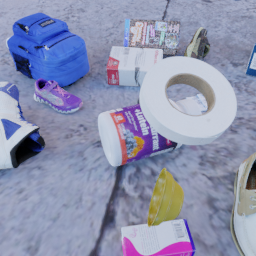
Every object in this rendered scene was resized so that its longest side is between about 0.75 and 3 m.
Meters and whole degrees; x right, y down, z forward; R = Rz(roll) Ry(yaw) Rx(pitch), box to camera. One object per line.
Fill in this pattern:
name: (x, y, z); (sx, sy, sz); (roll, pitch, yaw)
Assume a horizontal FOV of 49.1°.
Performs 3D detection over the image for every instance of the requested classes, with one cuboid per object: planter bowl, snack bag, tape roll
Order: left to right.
planter bowl: (0.520, 0.943, 3.645); (0.328, 0.787, 0.787); (18, 44, 0)
tape roll: (0.978, -0.477, 4.569); (1.597, 0.292, 1.597); (5, 61, -8)
snack bag: (2.464, -0.856, 9.308); (0.905, 0.097, 0.854); (-9, 43, -10)

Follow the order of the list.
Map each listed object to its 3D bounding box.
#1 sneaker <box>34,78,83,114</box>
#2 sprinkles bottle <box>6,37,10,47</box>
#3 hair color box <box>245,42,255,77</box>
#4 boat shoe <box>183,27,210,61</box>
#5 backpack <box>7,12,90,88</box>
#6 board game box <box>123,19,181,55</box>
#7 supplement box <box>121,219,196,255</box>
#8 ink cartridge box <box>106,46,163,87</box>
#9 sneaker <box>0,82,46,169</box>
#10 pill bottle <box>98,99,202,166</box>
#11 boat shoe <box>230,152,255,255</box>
sneaker: (-2.323, -1.101, 9.046); (1.862, 0.823, 0.749); (21, 45, 20)
sprinkles bottle: (-4.301, -3.982, 12.276); (0.723, 0.723, 2.117); (19, 45, 20)
hair color box: (5.367, -3.089, 10.897); (0.757, 1.251, 2.501); (21, 46, 21)
boat shoe: (2.894, -3.210, 11.382); (0.847, 0.956, 2.613); (22, 52, 11)
backpack: (-2.754, -2.675, 9.845); (2.556, 2.145, 2.077); (32, 58, 26)
board game box: (0.953, -3.550, 11.045); (2.077, 1.006, 1.656); (5, 8, 6)
supplement box: (0.547, 2.283, 5.433); (1.297, 0.670, 0.656); (-4, 43, -6)
ink cartridge box: (0.273, -2.227, 10.204); (1.900, 0.787, 1.395); (5, 50, 6)
sneaker: (-3.058, 0.058, 7.662); (1.666, 1.165, 2.885); (1, 49, -5)
pill bottle: (0.605, 0.007, 7.357); (2.541, 1.415, 1.415); (-15, 44, -15)
boat shoe: (2.753, 1.645, 5.947); (0.992, 0.908, 2.655); (6, 43, 7)
